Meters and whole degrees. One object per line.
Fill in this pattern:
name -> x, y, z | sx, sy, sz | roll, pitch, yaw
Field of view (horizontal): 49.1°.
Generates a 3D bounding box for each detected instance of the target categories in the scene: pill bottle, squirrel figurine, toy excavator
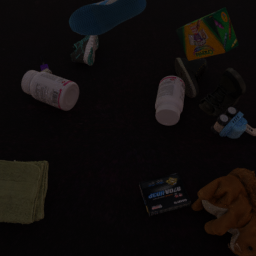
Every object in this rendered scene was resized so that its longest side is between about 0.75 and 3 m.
pill bottle -> -3.350, -1.671, 12.037 | 2.226, 1.262, 1.262 | 22, 52, 18
squirrel figurine -> 3.409, 2.490, 8.222 | 2.400, 1.698, 2.240 | -28, 61, -19
pill bottle -> 1.744, -1.145, 11.670 | 1.131, 1.131, 1.996 | 9, 49, 8
toy excavator -> 4.470, -0.032, 11.003 | 1.743, 0.895, 1.792 | -38, 72, -26

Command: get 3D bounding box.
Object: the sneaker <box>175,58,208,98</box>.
sneaker -> 3.149, -2.475, 12.904 | 1.409, 0.992, 2.652 | -7, 48, -3

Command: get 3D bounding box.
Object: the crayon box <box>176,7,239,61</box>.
crayon box -> 3.128, -3.693, 11.356 | 0.730, 1.488, 2.505 | -31, 15, -16

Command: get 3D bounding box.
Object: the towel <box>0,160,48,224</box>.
towel -> -3.879, 1.970, 8.821 | 2.695, 0.492, 1.999 | 1, 66, 3

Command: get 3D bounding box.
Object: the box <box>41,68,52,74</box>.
box -> -4.102, -2.342, 13.182 | 0.370, 0.444, 1.081 | 34, 58, 26

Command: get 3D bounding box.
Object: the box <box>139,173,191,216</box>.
box -> 1.191, 2.185, 9.288 | 1.421, 0.327, 1.130 | -11, 50, -10

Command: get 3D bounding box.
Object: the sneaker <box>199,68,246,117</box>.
sneaker -> 2.745, -0.937, 8.233 | 1.142, 1.993, 0.762 | -36, 71, -2

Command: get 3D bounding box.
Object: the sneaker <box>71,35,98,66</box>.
sneaker -> -2.266, -4.300, 14.563 | 1.214, 1.032, 2.661 | 2, 47, 7

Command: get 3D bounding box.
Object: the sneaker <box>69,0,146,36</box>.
sneaker -> -0.810, -4.356, 10.820 | 2.985, 1.142, 1.205 | -21, 21, -6

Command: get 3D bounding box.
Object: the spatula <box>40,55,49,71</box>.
spatula -> -4.311, -3.320, 14.231 | 0.377, 0.137, 1.333 | -15, 51, -13
